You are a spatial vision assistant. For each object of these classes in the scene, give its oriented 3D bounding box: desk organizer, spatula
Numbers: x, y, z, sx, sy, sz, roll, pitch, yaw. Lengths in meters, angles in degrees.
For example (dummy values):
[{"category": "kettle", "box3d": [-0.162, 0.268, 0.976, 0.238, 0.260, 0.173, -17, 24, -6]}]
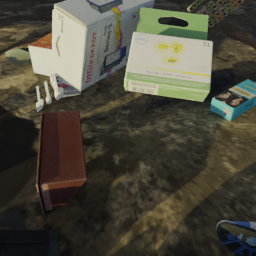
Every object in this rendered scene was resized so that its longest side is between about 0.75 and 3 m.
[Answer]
[{"category": "desk organizer", "box3d": [-1.672, 0.686, 7.204, 1.062, 0.989, 2.757, -5, 38, -10]}, {"category": "spatula", "box3d": [-2.852, -1.307, 10.042, 1.127, 0.130, 1.620, -35, 42, 8]}]

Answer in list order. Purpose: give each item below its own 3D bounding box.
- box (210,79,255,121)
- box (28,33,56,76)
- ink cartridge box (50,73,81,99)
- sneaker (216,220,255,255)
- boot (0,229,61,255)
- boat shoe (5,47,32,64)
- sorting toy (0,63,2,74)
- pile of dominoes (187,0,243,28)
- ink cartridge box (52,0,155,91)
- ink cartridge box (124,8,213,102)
[{"category": "box", "box3d": [3.871, -1.016, 9.729, 2.098, 0.516, 0.863, -27, 45, -30]}, {"category": "box", "box3d": [-2.765, -3.314, 12.068, 1.575, 1.234, 2.532, 13, 40, 16]}, {"category": "ink cartridge box", "box3d": [-2.375, -1.654, 10.562, 0.855, 0.483, 1.164, -18, 42, -20]}, {"category": "sneaker", "box3d": [2.723, 2.223, 5.583, 1.902, 0.720, 0.733, 14, 25, 11]}, {"category": "boot", "box3d": [-2.318, 2.045, 5.439, 1.978, 0.649, 1.630, 5, 32, -14]}, {"category": "boat shoe", "box3d": [-4.478, -3.276, 12.551, 1.832, 0.653, 0.552, -2, 33, -12]}, {"category": "sorting toy", "box3d": [-6.058, -2.430, 11.543, 1.420, 0.497, 1.429, -8, 38, -11]}, {"category": "pile of dominoes", "box3d": [3.125, -4.305, 9.979, 1.378, 1.768, 0.281, 20, 61, -27]}, {"category": "ink cartridge box", "box3d": [-0.652, -2.456, 7.434, 1.150, 1.910, 2.629, 38, 51, 19]}, {"category": "ink cartridge box", "box3d": [0.956, -1.842, 6.201, 1.745, 0.575, 2.397, 8, 70, 3]}]
